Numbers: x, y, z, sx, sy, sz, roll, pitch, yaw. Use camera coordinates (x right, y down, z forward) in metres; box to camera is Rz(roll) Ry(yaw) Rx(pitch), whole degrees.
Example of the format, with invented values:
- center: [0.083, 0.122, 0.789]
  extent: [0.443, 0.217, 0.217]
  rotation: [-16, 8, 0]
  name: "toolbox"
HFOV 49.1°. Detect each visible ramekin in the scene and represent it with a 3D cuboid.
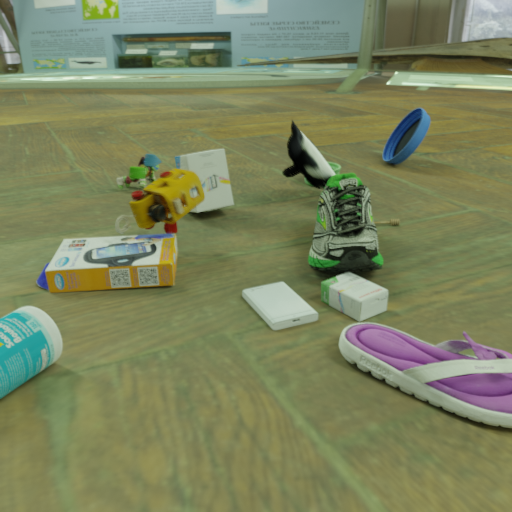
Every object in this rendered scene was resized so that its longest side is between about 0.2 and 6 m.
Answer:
- center: [1.840, -2.284, 15.757]
  extent: [1.041, 0.509, 1.041]
  rotation: [0, 24, 0]
  name: "ramekin"

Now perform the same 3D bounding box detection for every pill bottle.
- center: [-3.312, 1.338, 7.054]
  extent: [0.881, 0.881, 1.591]
  rotation: [12, 27, 25]
  name: "pill bottle"

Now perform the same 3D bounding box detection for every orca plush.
- center: [1.136, -2.123, 13.604]
  extent: [1.017, 1.505, 2.861]
  rotation: [-34, -11, 14]
  name: "orca plush"

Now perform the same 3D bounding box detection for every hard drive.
- center: [0.370, 0.797, 9.177]
  extent: [0.796, 0.161, 1.207]
  rotation: [-10, 25, -22]
  name: "hard drive"

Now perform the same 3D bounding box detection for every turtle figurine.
- center: [-3.045, -1.962, 15.110]
  extent: [1.198, 1.236, 0.889]
  rotation: [-13, 42, 21]
  name: "turtle figurine"

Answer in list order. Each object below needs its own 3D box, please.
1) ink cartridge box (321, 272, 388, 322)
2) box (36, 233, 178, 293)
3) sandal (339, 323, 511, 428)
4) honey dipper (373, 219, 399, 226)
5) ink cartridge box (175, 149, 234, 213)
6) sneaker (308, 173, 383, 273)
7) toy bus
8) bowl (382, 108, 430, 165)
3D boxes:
- center: [1.607, 0.658, 9.191]
  extent: [0.664, 0.400, 0.914]
  rotation: [-17, 26, -33]
  name: "ink cartridge box"
- center: [-2.722, 0.104, 10.323]
  extent: [2.473, 0.513, 1.472]
  rotation: [-2, 24, -5]
  name: "box"
- center: [2.491, 1.359, 7.145]
  extent: [3.080, 0.757, 1.253]
  rotation: [13, 27, 27]
  name: "sandal"
- center: [2.841, -0.750, 12.756]
  extent: [0.818, 0.155, 0.155]
  rotation: [-2, 23, 5]
  name: "honey dipper"
- center: [-1.227, -1.768, 13.219]
  extent: [0.972, 1.344, 0.990]
  rotation: [-14, 13, -21]
  name: "ink cartridge box"
- center: [1.650, -0.691, 10.900]
  extent: [1.356, 1.481, 3.476]
  rotation: [-1, 23, 1]
  name: "sneaker"
- center: [-1.703, -1.011, 10.647]
  extent: [0.815, 1.577, 1.488]
  rotation: [14, -1, 37]
  name: "toy bus"
- center: [4.718, -3.712, 17.559]
  extent: [0.376, 1.916, 1.916]
  rotation: [30, 20, -12]
  name: "bowl"
